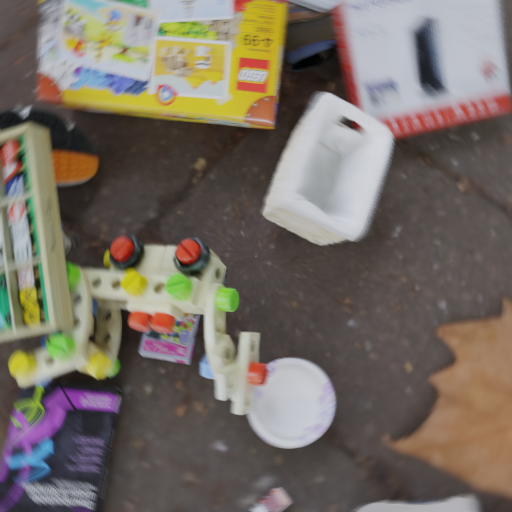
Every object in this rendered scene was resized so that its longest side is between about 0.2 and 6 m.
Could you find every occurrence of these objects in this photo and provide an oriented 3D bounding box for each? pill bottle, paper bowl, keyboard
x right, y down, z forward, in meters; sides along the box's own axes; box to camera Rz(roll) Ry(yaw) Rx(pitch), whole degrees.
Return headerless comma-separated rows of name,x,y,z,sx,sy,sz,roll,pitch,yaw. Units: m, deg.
pill bottle,0.218,3.772,8.436,0.505,0.288,0.288,-35,72,-14
paper bowl,0.525,2.325,8.804,1.337,0.695,1.337,0,69,0
keyboard,1.698,-5.696,12.410,3.316,0.177,0.933,24,65,9

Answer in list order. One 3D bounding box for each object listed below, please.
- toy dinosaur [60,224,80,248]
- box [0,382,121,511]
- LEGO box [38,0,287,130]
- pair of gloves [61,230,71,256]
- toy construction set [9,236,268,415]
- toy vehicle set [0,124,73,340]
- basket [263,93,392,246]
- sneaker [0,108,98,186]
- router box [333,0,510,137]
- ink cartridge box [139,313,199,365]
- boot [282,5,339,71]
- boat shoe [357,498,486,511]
toy dinosaur,-3.914,-0.463,9.715,0.842,1.603,1.454,-40,47,3
box,-3.066,3.093,8.659,1.562,0.394,2.185,4,69,2
LEGO box,-1.581,-4.120,10.241,4.181,1.613,3.113,6,100,2
pair of gloves,-4.594,-0.349,9.400,2.663,0.467,2.264,-33,84,14
toy construction set,-1.631,1.050,8.547,3.823,1.761,2.506,9,68,11
toy vehicle set,-3.878,-0.271,8.584,1.909,0.407,3.072,-13,83,21
basket,1.175,-1.396,9.727,1.474,1.341,2.174,26,71,-16
sneaker,-4.766,-1.931,10.284,3.547,1.632,1.343,8,79,-22
router box,3.122,-3.713,10.605,2.893,0.707,2.596,-14,100,-5
ink cartridge box,-1.413,1.068,9.557,0.843,0.297,1.413,9,66,3
boot,1.613,-4.496,11.611,2.378,0.888,1.153,-6,78,8
boat shoe,2.418,3.997,8.144,1.985,0.920,0.741,-17,51,26
